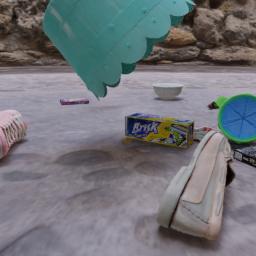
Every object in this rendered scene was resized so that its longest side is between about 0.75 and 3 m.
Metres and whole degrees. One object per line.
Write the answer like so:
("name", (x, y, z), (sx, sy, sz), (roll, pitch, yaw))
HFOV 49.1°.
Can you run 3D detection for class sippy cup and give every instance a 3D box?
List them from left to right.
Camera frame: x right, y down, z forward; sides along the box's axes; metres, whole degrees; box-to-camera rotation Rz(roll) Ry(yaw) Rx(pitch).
("sippy cup", (3.027, -0.173, 7.305), (1.252, 1.595, 1.169), (-15, -13, 21))

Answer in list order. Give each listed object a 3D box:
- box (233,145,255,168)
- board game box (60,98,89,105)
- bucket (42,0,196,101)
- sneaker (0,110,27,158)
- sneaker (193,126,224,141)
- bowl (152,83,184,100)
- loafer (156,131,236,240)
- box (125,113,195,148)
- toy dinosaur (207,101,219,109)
("box", (2.993, 0.658, 6.149), (0.820, 0.223, 1.024), (-7, 17, -25))
("board game box", (-2.528, -1.255, 13.200), (1.280, 0.207, 0.768), (-5, 20, -19))
("bucket", (-0.264, -2.309, 6.265), (3.023, 1.967, 3.023), (-43, 6, 6))
("sneaker", (-3.075, 0.045, 7.012), (1.286, 0.926, 2.460), (-16, 18, -32))
("sneaker", (2.102, 0.152, 7.575), (0.516, 0.486, 1.261), (-6, 16, -43))
("bowl", (2.023, -1.863, 14.339), (1.621, 0.729, 1.621), (1, 16, 0))
("loafer", (1.320, 0.844, 4.540), (0.826, 0.944, 2.627), (23, 30, 22))
("box", (0.829, 0.027, 7.636), (1.835, 0.643, 0.590), (9, 18, 29))
("toy dinosaur", (3.751, -1.030, 11.978), (0.623, 0.469, 0.917), (-7, 28, 43))
